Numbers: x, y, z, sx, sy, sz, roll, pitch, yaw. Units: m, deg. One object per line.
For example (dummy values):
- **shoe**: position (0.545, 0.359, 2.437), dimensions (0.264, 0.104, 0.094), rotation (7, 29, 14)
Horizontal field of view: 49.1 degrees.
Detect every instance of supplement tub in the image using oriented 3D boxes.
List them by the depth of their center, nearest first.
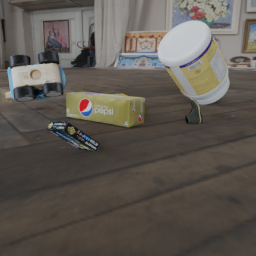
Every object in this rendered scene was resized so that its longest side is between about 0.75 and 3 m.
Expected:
- **supplement tub**: position (2.732, -2.506, 11.250), dimensions (2.131, 2.131, 2.931), rotation (15, -21, 45)

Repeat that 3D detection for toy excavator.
- **toy excavator**: position (-3.579, -1.446, 9.957), dimensions (2.727, 1.401, 2.805), rotation (-9, -6, -11)

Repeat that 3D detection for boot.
- **boot**: position (1.977, -0.507, 8.746), dimensions (0.548, 0.792, 0.307), rotation (-9, -22, -18)

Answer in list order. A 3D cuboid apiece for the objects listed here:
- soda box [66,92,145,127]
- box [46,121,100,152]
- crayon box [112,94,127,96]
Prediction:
- **soda box**: position (-0.767, -0.651, 8.980), dimensions (2.598, 0.832, 0.880), rotation (9, 14, 33)
- **box**: position (-1.141, 0.176, 5.863), dimensions (0.737, 0.213, 0.927), rotation (4, -27, 48)
- **crayon box**: position (-0.801, -1.046, 11.191), dimensions (1.636, 0.477, 0.972), rotation (-5, 17, -21)
